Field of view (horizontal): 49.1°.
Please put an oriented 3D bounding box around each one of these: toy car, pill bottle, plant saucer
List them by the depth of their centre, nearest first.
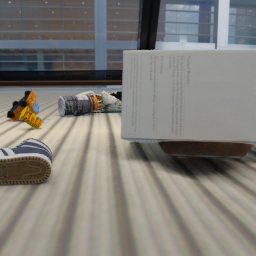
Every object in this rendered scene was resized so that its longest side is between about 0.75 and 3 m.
[{"bbox_3d":[1.248,0.365,4.624,1.502,0.259,1.502,1,-4,0],"label":"plant saucer"},{"bbox_3d":[-3.310,-0.309,9.036,0.862,1.271,2.592,43,7,-30],"label":"toy car"},{"bbox_3d":[-1.946,-0.903,11.111,1.507,0.800,0.800,-6,12,-33],"label":"pill bottle"}]

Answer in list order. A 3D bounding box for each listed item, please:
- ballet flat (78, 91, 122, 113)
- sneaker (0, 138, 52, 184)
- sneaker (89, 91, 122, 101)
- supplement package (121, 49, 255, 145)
[{"bbox_3d":[-1.298,-1.138,12.057,2.647,0.952,0.952,0,10,0],"label":"ballet flat"},{"bbox_3d":[-1.854,0.449,4.085,1.517,0.532,0.823,5,14,-9],"label":"sneaker"},{"bbox_3d":[-0.812,-1.324,13.506,2.324,0.880,1.069,2,6,4],"label":"sneaker"},{"bbox_3d":[1.361,-0.514,5.566,2.834,1.657,1.662,2,-5,6],"label":"supplement package"}]
